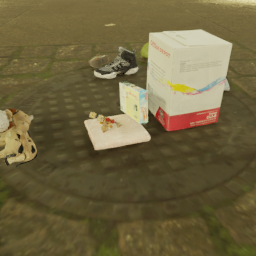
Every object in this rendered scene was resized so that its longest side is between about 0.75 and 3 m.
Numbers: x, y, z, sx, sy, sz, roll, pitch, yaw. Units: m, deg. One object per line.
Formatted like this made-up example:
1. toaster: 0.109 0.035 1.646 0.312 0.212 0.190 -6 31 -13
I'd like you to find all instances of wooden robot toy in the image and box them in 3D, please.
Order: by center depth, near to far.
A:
1. wooden robot toy: -0.616 -0.088 7.441 0.929 0.422 0.409 22 -3 -16

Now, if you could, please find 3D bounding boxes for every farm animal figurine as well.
1. farm animal figurine: -2.693 0.012 6.562 0.993 1.974 1.594 -18 79 -12

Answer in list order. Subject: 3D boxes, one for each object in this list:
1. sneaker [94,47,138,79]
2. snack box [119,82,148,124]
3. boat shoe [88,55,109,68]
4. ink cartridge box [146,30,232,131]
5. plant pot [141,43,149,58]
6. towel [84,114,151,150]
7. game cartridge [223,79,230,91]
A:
1. sneaker: -0.548 -3.032 12.813 2.163 1.231 0.816 -14 35 -21
2. snack box: 0.161 -0.872 9.130 0.319 0.999 1.719 -10 22 -19
3. boat shoe: -1.550 -3.326 14.034 0.528 0.536 1.440 9 24 31
4. ink cartridge box: 1.854 -1.667 9.283 1.971 2.725 1.980 -10 34 -15
5. plant pot: 1.252 -3.906 14.706 0.861 0.861 0.818 -22 52 -31
6. towel: -0.390 0.089 8.777 1.715 0.277 1.638 -10 31 -18
7. game cartridge: 3.924 -1.894 12.014 0.704 0.219 1.057 1 32 10
